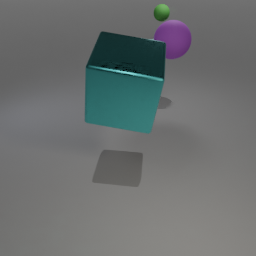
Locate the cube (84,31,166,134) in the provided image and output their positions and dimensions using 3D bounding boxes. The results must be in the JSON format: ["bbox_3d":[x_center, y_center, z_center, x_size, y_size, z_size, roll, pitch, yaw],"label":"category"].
[{"bbox_3d":[-0.052,-0.937,5.776,1.400,1.400,1.400,10,45,0],"label":"cube"}]

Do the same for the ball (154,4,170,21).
[{"bbox_3d":[1.463,-5.003,12.167,0.700,0.700,0.700,0,29,0],"label":"ball"}]

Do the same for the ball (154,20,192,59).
[{"bbox_3d":[1.657,-3.285,10.460,1.400,1.400,1.400,0,29,0],"label":"ball"}]
